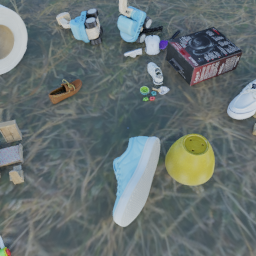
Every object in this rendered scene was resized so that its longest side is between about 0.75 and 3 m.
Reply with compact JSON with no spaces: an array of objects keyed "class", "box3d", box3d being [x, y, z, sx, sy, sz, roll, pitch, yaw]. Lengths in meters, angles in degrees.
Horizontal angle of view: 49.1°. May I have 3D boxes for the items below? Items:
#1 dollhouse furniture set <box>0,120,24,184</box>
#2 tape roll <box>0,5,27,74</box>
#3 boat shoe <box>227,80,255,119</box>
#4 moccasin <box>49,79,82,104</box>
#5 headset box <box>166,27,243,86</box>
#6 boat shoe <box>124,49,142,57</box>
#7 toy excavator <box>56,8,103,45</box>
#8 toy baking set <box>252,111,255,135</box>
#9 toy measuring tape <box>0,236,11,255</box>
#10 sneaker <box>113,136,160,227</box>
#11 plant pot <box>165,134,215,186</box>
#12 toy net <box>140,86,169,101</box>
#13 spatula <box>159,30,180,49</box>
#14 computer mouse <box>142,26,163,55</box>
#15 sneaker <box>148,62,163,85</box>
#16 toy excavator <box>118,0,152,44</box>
[{"class":"dollhouse furniture set","box3d":[-3.793,0.781,8.619,0.959,0.819,1.850,-13,54,-10]},{"class":"tape roll","box3d":[-5.206,-3.401,10.725,0.930,2.660,2.660,29,58,21]},{"class":"boat shoe","box3d":[4.529,-1.278,10.130,2.568,0.839,0.945,-38,51,-25]},{"class":"moccasin","box3d":[-2.348,-1.471,10.534,1.419,0.548,0.519,-30,58,-21]},{"class":"headset box","box3d":[2.917,-2.922,11.380,2.573,0.993,1.914,-23,55,-15]},{"class":"boat shoe","box3d":[0.244,-3.165,11.980,0.870,0.284,0.320,-22,22,-22]},{"class":"toy excavator","box3d":[-2.328,-4.743,12.862,2.205,1.102,2.144,-6,51,8]},{"class":"toy baking set","box3d":[5.634,-0.180,9.670,2.802,0.326,2.151,0,52,0]},{"class":"toy measuring tape","box3d":[-3.224,3.086,7.151,0.329,0.329,0.894,-27,57,-20]},{"class":"sneaker","box3d":[0.026,1.432,8.137,1.167,1.053,2.848,5,47,27]},{"class":"plant pot","box3d":[1.932,0.791,8.437,1.534,1.089,1.534,0,52,0]},{"class":"toy net","box3d":[1.061,-1.374,10.667,1.164,0.225,0.611,-13,53,-10]},{"class":"spatula","box3d":[1.908,-4.058,12.778,0.464,0.169,1.642,20,51,37]},{"class":"computer mouse","box3d":[1.112,-3.990,12.556,1.027,0.411,1.873,-2,52,2]},{"class":"sneaker","box3d":[1.117,-2.294,11.217,0.471,0.496,1.232,-15,52,-9]},{"class":"toy excavator","box3d":[0.067,-4.685,11.732,1.076,2.095,2.155,34,27,23]}]
